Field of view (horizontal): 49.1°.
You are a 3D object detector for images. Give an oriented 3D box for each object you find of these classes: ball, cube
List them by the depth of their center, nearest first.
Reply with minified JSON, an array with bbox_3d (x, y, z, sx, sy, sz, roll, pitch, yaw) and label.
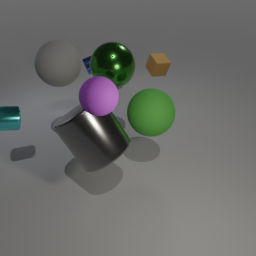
[{"bbox_3d":[-0.519,-0.561,4.963,0.700,0.700,0.700,0,32,0],"label":"ball"},{"bbox_3d":[0.670,-0.447,8.137,1.400,1.400,1.400,0,32,0],"label":"ball"},{"bbox_3d":[-2.146,-1.967,8.606,1.400,1.400,1.400,0,32,0],"label":"ball"},{"bbox_3d":[-0.472,-1.927,8.638,1.400,1.400,1.400,0,32,0],"label":"ball"},{"bbox_3d":[1.267,-2.673,11.849,0.700,0.700,0.700,-9,53,-26],"label":"cube"}]

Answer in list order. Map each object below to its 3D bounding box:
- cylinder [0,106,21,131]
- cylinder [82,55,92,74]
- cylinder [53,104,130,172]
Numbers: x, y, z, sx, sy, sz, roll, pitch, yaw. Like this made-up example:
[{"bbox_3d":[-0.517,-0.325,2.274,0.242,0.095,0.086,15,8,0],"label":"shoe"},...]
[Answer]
[{"bbox_3d":[-3.475,-0.274,7.964,0.700,0.700,0.700,-3,29,-30],"label":"cylinder"},{"bbox_3d":[-1.522,-2.770,12.098,0.700,0.700,0.700,-25,35,-4],"label":"cylinder"},{"bbox_3d":[-0.875,0.131,6.959,1.400,1.400,1.400,-30,17,10],"label":"cylinder"}]
